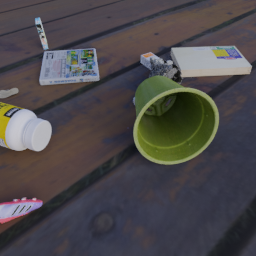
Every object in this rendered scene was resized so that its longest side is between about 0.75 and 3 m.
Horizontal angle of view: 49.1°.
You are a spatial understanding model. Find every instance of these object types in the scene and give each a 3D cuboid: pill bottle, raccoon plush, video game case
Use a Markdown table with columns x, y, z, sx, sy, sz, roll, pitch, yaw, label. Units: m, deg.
| x | y | z | sx | sy | sz | roll | pitch | yaw | label |
| --- | --- | --- | --- | --- | --- | --- | --- | --- | --- |
| -3.383 | -0.039 | 8.086 | 2.181 | 1.214 | 1.214 | 15 | 43 | 15 | pill bottle |
| 0.823 | -1.866 | 10.339 | 2.382 | 1.152 | 1.596 | -23 | 38 | -24 | raccoon plush |
| -2.429 | -2.627 | 11.747 | 2.290 | 0.276 | 2.512 | -5 | 41 | -6 | video game case |

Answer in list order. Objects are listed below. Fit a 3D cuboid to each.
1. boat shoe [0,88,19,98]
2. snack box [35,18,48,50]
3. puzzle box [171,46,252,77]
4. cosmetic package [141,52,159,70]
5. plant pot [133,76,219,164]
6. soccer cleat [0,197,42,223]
| x | y | z | sx | sy | sz | roll | pitch | yaw | label |
| --- | --- | --- | --- | --- | --- | --- | --- | --- | --- |
| -4.418 | -1.263 | 10.284 | 0.812 | 0.295 | 0.255 | -17 | 1 | -11 | boat shoe |
| -3.998 | -4.369 | 12.985 | 0.231 | 1.245 | 0.723 | -15 | 43 | -8 | snack box |
| 3.454 | -2.868 | 11.935 | 2.953 | 0.375 | 1.964 | -3 | 41 | -3 | puzzle box |
| 1.045 | -2.769 | 11.827 | 0.538 | 0.378 | 1.061 | -24 | 47 | -25 | cosmetic package |
| 1.087 | -0.514 | 8.094 | 2.281 | 2.281 | 2.166 | -6 | 32 | -7 | plant pot |
| -2.710 | 1.936 | 6.502 | 1.403 | 0.468 | 0.536 | -3 | 81 | -17 | soccer cleat |
